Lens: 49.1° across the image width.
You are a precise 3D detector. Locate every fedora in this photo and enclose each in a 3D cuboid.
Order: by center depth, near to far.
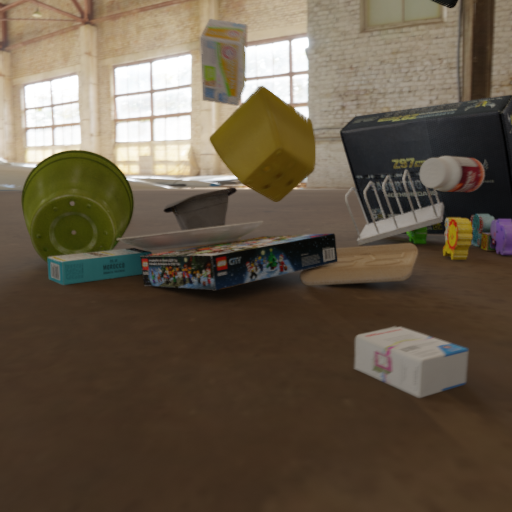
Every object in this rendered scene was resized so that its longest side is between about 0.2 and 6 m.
[{"bbox_3d":[-1.352,-1.060,14.255,1.838,0.939,2.079,-17,6,-37],"label":"fedora"}]

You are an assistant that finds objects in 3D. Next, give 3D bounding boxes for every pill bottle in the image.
[{"bbox_3d":[3.911,-1.632,11.200,1.286,0.705,0.705,-4,10,-36],"label":"pill bottle"}]

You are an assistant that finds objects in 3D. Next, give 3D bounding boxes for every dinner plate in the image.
[{"bbox_3d":[-1.059,-0.318,9.179,2.389,0.290,2.389,-6,3,0],"label":"dinner plate"}]

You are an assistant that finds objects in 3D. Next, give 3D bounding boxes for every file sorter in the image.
[{"bbox_3d":[3.093,-1.180,12.543,1.857,1.156,1.289,-16,13,25],"label":"file sorter"}]

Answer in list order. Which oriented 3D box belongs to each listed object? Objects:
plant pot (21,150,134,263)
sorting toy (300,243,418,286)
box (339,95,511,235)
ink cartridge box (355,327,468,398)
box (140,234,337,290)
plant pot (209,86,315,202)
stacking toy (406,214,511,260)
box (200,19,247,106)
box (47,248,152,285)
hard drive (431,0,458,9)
[{"bbox_3d":[-3.165,-0.667,9.865,2.056,2.056,1.979,-2,21,-14],"label":"plant pot"},{"bbox_3d":[1.639,0.170,8.664,1.607,0.317,1.736,-4,12,20],"label":"sorting toy"},{"bbox_3d":[4.156,-1.967,13.174,3.833,3.023,0.978,3,37,39],"label":"box"},{"bbox_3d":[1.234,0.836,4.537,0.534,0.313,0.739,-5,12,-31],"label":"ink cartridge box"},{"bbox_3d":[-0.217,0.047,8.327,2.452,0.462,1.675,-11,8,-43],"label":"box"},{"bbox_3d":[0.269,-2.043,11.070,1.595,1.407,1.595,23,-53,-41],"label":"plant pot"},{"bbox_3d":[4.898,-0.526,11.683,2.665,0.830,3.534,0,7,1],"label":"stacking toy"},{"bbox_3d":[-0.578,-3.492,10.160,0.734,1.304,0.661,10,50,6],"label":"box"},{"bbox_3d":[-2.437,0.148,8.820,1.488,0.366,0.612,-7,11,-40],"label":"box"},{"bbox_3d":[2.245,-3.800,7.287,1.080,0.754,0.178,36,44,22],"label":"hard drive"}]
